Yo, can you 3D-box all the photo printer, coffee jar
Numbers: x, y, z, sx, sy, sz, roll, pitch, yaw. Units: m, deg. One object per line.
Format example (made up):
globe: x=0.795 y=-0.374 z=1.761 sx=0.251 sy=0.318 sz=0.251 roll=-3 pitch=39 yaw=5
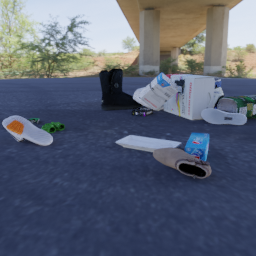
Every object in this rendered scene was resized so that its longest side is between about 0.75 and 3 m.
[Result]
photo printer: x=1.386 y=-1.730 z=16.503 sx=1.818 sy=0.759 sz=2.186 roll=28 pitch=22 yaw=15
coffee jar: x=5.768 y=-1.024 z=13.704 sx=2.613 sy=1.115 sz=1.362 roll=-6 pitch=15 yaw=-27

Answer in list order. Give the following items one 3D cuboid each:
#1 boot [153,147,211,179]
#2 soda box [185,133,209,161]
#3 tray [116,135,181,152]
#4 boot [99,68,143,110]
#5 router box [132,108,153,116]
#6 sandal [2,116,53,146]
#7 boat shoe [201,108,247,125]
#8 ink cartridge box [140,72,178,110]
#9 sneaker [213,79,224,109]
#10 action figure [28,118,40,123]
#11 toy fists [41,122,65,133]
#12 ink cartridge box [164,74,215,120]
boot: x=1.286 y=0.848 z=6.864 sx=1.488 sy=0.523 sz=1.088 roll=11 pitch=6 yaw=11
soda box: x=2.033 y=0.587 z=8.170 sx=0.560 sy=0.529 sz=1.650 roll=4 pitch=14 yaw=18
tray: x=0.653 y=0.546 z=9.045 sx=1.919 sy=0.213 sz=1.030 roll=7 pitch=14 yaw=29
boot: x=-0.350 y=-2.304 z=16.452 sx=2.799 sy=2.352 sz=1.069 roll=-6 pitch=14 yaw=-26
router box: x=0.767 y=-0.846 z=14.796 sx=0.778 sy=0.266 sz=1.044 roll=7 pitch=15 yaw=28
sandal: x=-3.523 y=0.248 z=9.730 sx=2.064 sy=0.592 sz=0.791 roll=27 pitch=38 yaw=19
boat shoe: x=4.310 y=-0.522 z=12.651 sx=1.947 sy=0.681 sz=0.645 roll=5 pitch=8 yaw=15
ink cartridge box: x=1.507 y=-1.772 z=13.712 sx=1.122 sy=1.537 sz=0.648 roll=33 pitch=34 yaw=-26
sneaker: x=4.446 y=-1.586 z=16.354 sx=2.640 sy=1.525 sz=1.067 roll=-26 pitch=-4 yaw=32
action figure: x=-4.254 y=-0.341 z=12.723 sx=0.538 sy=0.249 sz=0.910 roll=0 pitch=6 yaw=4
toy fists: x=-3.036 y=-0.039 z=11.258 sx=0.504 sy=0.340 sz=0.989 roll=7 pitch=16 yaw=29
ink cartridge box: x=3.039 y=-1.684 z=14.441 sx=1.171 sy=2.061 sz=2.828 roll=-5 pitch=14 yaw=-21
